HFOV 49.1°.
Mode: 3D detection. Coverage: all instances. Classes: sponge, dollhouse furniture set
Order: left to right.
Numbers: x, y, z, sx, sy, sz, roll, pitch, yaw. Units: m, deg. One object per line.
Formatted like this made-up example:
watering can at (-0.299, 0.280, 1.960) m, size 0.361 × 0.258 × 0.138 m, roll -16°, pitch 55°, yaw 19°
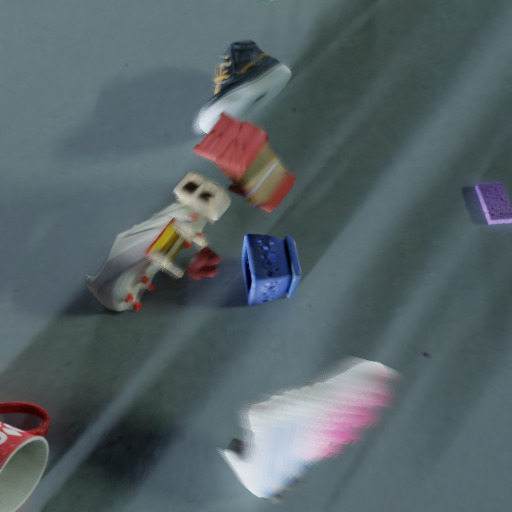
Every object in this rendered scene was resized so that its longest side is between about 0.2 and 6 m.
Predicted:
dollhouse furniture set at (-0.668, -0.811, 8.952) m, size 1.052 × 1.392 × 2.587 m, roll 33°, pitch 81°, yaw 33°
sponge at (4.199, -0.933, 9.845) m, size 0.453 × 0.121 × 0.812 m, roll -5°, pitch 60°, yaw -2°

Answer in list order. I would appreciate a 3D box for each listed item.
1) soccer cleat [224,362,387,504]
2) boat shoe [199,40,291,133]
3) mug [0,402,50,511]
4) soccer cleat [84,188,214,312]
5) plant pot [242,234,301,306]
soccer cleat at (0.535, 2.054, 7.057) m, size 1.066 × 0.863 × 2.470 m, roll 43°, pitch 108°, yaw 11°
boat shoe at (-0.475, -3.182, 10.466) m, size 1.135 × 0.884 × 2.500 m, roll 43°, pitch 51°, yaw 5°
mug at (-3.681, 2.578, 7.502) m, size 1.599 × 1.419 × 1.067 m, roll 18°, pitch 98°, yaw 15°
soccer cleat at (-1.662, -0.283, 9.060) m, size 1.021 × 0.912 × 2.632 m, roll 31°, pitch 68°, yaw 19°
plant pot at (0.236, 0.201, 8.784) m, size 0.798 × 0.887 × 0.887 m, roll -5°, pitch 60°, yaw -9°
